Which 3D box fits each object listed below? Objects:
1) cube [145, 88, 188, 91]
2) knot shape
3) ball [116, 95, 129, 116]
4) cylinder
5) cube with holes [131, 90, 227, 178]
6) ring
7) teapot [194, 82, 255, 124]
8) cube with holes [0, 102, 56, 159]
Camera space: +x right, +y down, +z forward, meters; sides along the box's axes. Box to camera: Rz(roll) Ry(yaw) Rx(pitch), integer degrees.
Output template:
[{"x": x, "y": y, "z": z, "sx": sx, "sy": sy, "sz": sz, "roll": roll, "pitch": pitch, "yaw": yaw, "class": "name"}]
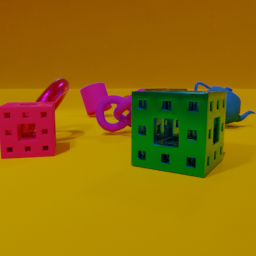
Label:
[{"x": 1.081, "y": -0.662, "z": 8.626, "sx": 1.093, "sy": 1.093, "sz": 1.093, "roll": 8, "pitch": 12, "yaw": 42, "class": "cube"}, {"x": -0.144, "y": -0.367, "z": 6.738, "sx": 1.274, "sy": 1.361, "sz": 0.629, "roll": -6, "pitch": 49, "yaw": -6, "class": "knot shape"}, {"x": 0.051, "y": -0.627, "z": 9.126, "sx": 0.877, "sy": 0.877, "sz": 0.877, "roll": 0, "pitch": 9, "yaw": 0, "class": "ball"}, {"x": -1.232, "y": -1.106, "z": 10.781, "sx": 0.996, "sy": 0.996, "sz": 0.996, "roll": -18, "pitch": -4, "yaw": -1, "class": "cylinder"}, {"x": 0.802, "y": -0.010, "z": 4.318, "sx": 1.110, "sy": 1.110, "sz": 1.110, "roll": 5, "pitch": 10, "yaw": 30, "class": "cube with holes"}, {"x": -1.872, "y": -0.443, "z": 6.334, "sx": 0.323, "sy": 1.617, "sz": 1.617, "roll": 36, "pitch": 4, "yaw": -9, "class": "ring"}, {"x": 2.749, "y": -0.695, "z": 8.091, "sx": 1.990, "sy": 0.975, "sz": 1.238, "roll": 31, "pitch": -3, "yaw": -4, "class": "teapot"}, {"x": -1.759, "y": -0.001, "z": 5.028, "sx": 0.856, "sy": 0.856, "sz": 0.856, "roll": -2, "pitch": 11, "yaw": -12, "class": "cube with holes"}]
